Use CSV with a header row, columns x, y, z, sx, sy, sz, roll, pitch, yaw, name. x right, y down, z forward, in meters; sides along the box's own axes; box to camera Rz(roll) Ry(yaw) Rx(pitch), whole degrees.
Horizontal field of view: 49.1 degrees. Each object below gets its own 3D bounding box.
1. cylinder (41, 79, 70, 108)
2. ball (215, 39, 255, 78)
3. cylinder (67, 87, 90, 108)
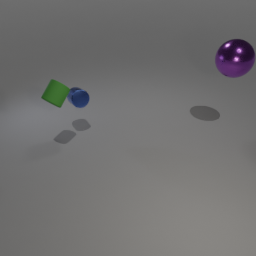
x,y,z,sx,sy,sz,roll,pitch,yaw,name
-2.352,-1.120,9.130,0.700,0.700,0.700,27,-6,3,cylinder
3.938,-2.558,10.331,1.400,1.400,1.400,0,31,0,ball
-1.906,-1.171,10.700,0.700,0.700,0.700,-15,22,-23,cylinder
